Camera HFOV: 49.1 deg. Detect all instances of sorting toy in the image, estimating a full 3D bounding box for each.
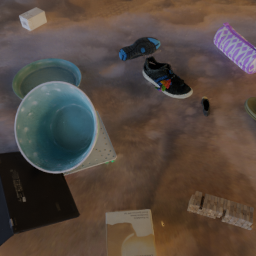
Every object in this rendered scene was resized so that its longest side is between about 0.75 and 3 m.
[{"bbox_3d":[1.285,-1.628,10.721,0.348,1.009,0.350,16,79,-13],"label":"sorting toy"}]

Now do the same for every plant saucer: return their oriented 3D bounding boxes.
[{"bbox_3d":[-3.301,-1.892,11.578,2.779,0.381,2.779,0,50,1],"label":"plant saucer"}]

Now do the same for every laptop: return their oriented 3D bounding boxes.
[{"bbox_3d":[-3.315,2.185,8.200,2.802,1.624,2.623,-5,47,-34],"label":"laptop"}]

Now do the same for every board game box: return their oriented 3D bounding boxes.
[{"bbox_3d":[-1.810,0.541,9.628,2.280,0.295,2.281,-16,53,-13],"label":"board game box"}]

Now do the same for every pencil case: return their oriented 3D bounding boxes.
[{"bbox_3d":[4.952,-3.518,12.422,1.112,1.133,2.650,-23,53,-15],"label":"pencil case"}]

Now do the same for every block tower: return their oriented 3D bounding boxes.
[{"bbox_3d":[2.675,2.341,8.031,1.796,0.519,0.485,15,53,11],"label":"block tower"}]

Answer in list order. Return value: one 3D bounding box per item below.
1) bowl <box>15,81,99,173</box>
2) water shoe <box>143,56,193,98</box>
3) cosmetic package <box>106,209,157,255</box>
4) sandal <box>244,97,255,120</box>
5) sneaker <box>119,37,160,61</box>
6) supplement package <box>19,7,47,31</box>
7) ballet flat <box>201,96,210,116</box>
[{"bbox_3d":[-1.926,-0.027,8.592,2.629,1.375,2.629,0,90,15],"label":"bowl"},{"bbox_3d":[1.544,-2.051,11.325,2.413,0.952,0.863,34,58,24],"label":"water shoe"},{"bbox_3d":[0.095,3.362,6.956,1.277,0.863,2.428,-4,51,-4],"label":"cosmetic package"},{"bbox_3d":[5.667,-0.520,10.177,2.774,0.792,1.102,26,55,20],"label":"sandal"},{"bbox_3d":[0.563,-3.434,11.952,2.028,0.743,0.831,-4,19,39],"label":"sneaker"},{"bbox_3d":[-4.876,-5.618,14.435,0.657,0.659,1.123,32,58,24],"label":"supplement package"},{"bbox_3d":[3.029,-0.871,10.797,0.330,0.282,0.993,3,51,2],"label":"ballet flat"}]
